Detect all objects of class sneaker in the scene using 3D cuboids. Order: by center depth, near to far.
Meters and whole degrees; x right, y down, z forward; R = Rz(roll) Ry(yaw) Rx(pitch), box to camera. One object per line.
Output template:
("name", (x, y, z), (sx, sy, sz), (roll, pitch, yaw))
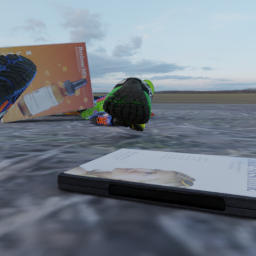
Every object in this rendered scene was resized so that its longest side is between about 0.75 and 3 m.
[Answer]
("sneaker", (-1.853, -0.404, 3.823), (0.595, 1.578, 0.619), (38, -27, -7))
("sneaker", (0.053, -0.511, 4.792), (0.767, 0.837, 1.965), (15, -7, 1))
("sneaker", (-0.536, -0.228, 7.461), (1.045, 0.394, 0.410), (-2, 11, 4))
("sneaker", (-1.093, -1.029, 12.200), (1.092, 0.983, 2.803), (12, 13, 30))

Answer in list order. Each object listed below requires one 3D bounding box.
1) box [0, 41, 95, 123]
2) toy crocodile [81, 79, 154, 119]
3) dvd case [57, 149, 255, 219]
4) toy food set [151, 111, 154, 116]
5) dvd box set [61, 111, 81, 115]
("box", (-2.814, -1.558, 9.213), (2.904, 2.211, 1.544), (-12, 13, -22))
("toy crocodile", (-0.371, -0.953, 10.006), (2.794, 0.863, 0.943), (-19, 9, -1))
("dvd case", (0.466, 0.394, 2.407), (1.729, 0.152, 1.233), (3, 6, 23))
("toy food set", (0.155, -0.590, 10.781), (1.616, 0.397, 1.633), (-1, 6, -11))
("dvd box set", (-2.459, -0.743, 13.381), (1.176, 0.173, 0.860), (3, 6, 23))
